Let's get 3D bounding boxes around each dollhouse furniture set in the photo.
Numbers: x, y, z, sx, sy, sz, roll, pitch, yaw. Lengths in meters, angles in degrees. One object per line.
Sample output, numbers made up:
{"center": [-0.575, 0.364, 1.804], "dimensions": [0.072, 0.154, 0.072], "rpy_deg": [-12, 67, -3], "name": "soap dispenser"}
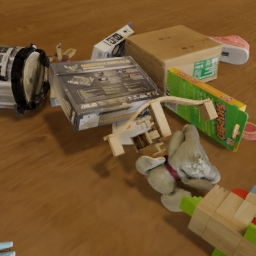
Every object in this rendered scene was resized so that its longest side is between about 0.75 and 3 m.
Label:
{"center": [-2.886, -3.450, 12.187], "dimensions": [0.929, 0.832, 1.173], "rpy_deg": [13, 41, 15], "name": "dollhouse furniture set"}
{"center": [0.405, 0.266, 6.586], "dimensions": [0.633, 0.953, 0.835], "rpy_deg": [-24, 84, 1], "name": "dollhouse furniture set"}

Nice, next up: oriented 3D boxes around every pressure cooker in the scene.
{"center": [-3.615, -1.633, 9.047], "dimensions": [2.332, 2.051, 2.083], "rpy_deg": [6, 27, 6], "name": "pressure cooker"}

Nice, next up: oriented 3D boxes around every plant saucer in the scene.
{"center": [3.603, 0.059, 8.434], "dimensions": [0.755, 0.191, 0.755], "rpy_deg": [0, 39, 0], "name": "plant saucer"}

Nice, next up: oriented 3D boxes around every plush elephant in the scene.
{"center": [1.121, 0.976, 6.497], "dimensions": [1.497, 1.593, 1.934], "rpy_deg": [-29, -3, 20], "name": "plush elephant"}

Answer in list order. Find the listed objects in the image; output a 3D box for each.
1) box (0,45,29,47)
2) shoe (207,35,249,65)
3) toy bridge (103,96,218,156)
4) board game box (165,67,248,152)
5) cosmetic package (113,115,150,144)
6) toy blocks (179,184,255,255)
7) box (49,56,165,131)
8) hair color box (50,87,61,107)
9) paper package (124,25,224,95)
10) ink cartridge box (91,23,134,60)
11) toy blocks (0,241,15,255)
{"center": [-5.393, -2.638, 11.388], "dimensions": [2.453, 0.610, 2.435], "rpy_deg": [4, 40, 4], "name": "box"}
{"center": [3.975, -3.586, 12.335], "dimensions": [2.667, 0.953, 1.213], "rpy_deg": [19, 41, 14], "name": "shoe"}
{"center": [0.719, -0.211, 6.632], "dimensions": [2.761, 0.376, 0.928], "rpy_deg": [-20, 87, -12], "name": "toy bridge"}
{"center": [2.214, -0.608, 8.285], "dimensions": [0.437, 1.393, 2.916], "rpy_deg": [-25, 46, -25], "name": "board game box"}
{"center": [0.029, -0.698, 8.656], "dimensions": [1.080, 0.663, 2.617], "rpy_deg": [-3, 49, -3], "name": "cosmetic package"}
{"center": [2.496, 1.884, 5.636], "dimensions": [2.502, 1.250, 1.710], "rpy_deg": [29, 36, 29], "name": "toy blocks"}
{"center": [-0.609, -1.082, 7.800], "dimensions": [2.637, 0.637, 2.088], "rpy_deg": [-14, 51, -29], "name": "box"}
{"center": [-2.405, -1.285, 9.914], "dimensions": [0.622, 0.381, 1.257], "rpy_deg": [-7, 41, -7], "name": "hair color box"}
{"center": [1.680, -2.672, 10.765], "dimensions": [2.796, 1.446, 2.665], "rpy_deg": [-20, 44, -24], "name": "paper package"}
{"center": [-0.528, -3.138, 11.309], "dimensions": [0.557, 1.414, 2.844], "rpy_deg": [32, 48, 8], "name": "ink cartridge box"}
{"center": [-3.214, 2.172, 5.459], "dimensions": [1.952, 0.709, 1.627], "rpy_deg": [-8, 41, -9], "name": "toy blocks"}
